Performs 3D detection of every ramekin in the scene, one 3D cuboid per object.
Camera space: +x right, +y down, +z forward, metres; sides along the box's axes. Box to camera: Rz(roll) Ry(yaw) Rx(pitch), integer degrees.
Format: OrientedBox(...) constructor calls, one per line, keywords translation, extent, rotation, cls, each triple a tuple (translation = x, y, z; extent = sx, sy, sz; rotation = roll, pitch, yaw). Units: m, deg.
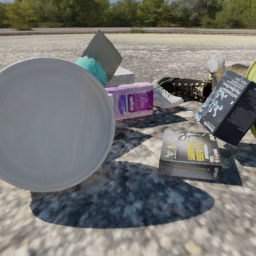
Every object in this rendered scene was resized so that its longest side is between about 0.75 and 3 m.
OrientedBox(translation=(-1.874, -0.119, 6.477), extent=(2.952, 2.952, 1.375), rotation=(-10, 13, -22), cls="ramekin")

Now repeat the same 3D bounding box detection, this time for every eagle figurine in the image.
OrientedBox(translation=(4.489, -2.005, 12.443), extent=(1.866, 1.876, 2.472), rotation=(16, 14, -14), cls="eagle figurine")

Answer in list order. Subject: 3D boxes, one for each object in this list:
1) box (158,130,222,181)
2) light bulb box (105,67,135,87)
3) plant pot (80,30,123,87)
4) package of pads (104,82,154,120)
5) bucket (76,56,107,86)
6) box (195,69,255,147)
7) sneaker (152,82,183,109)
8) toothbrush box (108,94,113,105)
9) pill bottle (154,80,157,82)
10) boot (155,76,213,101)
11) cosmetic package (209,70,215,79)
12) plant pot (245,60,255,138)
OrientedBox(translation=(1.645, 0.643, 7.519), extent=(1.495, 0.456, 1.888), rotation=(5, 23, 11), cls="box")
OrientedBox(translation=(-0.746, -2.208, 13.458), extent=(1.668, 1.050, 1.683), rotation=(-10, 24, -20), cls="light bulb box")
OrientedBox(translation=(-1.216, -2.681, 11.643), extent=(1.487, 1.679, 1.677), rotation=(32, 62, -13), cls="plant pot")
OrientedBox(translation=(-0.047, -0.975, 10.357), extent=(2.018, 1.216, 0.764), rotation=(-10, 22, -22), cls="package of pads")
OrientedBox(translation=(-1.586, -1.791, 10.443), extent=(1.487, 1.487, 0.968), rotation=(13, 54, 29), cls="bucket")
OrientedBox(translation=(2.864, -0.571, 7.748), extent=(0.907, 1.694, 1.257), rotation=(24, 18, -20), cls="box")
OrientedBox(translation=(1.308, -1.354, 11.579), extent=(1.970, 0.981, 0.738), rotation=(10, 24, 19), cls="sneaker")
OrientedBox(translation=(-2.275, -0.564, 9.294), extent=(2.982, 1.284, 2.171), rotation=(15, 27, 34), cls="toothbrush box")
OrientedBox(translation=(1.851, -2.102, 13.682), extent=(1.265, 0.701, 0.701), rotation=(-18, 29, -38), cls="pill bottle")
OrientedBox(translation=(2.542, -1.736, 12.506), extent=(1.944, 0.945, 2.581), rotation=(18, 21, 42), cls="boot")
OrientedBox(translation=(5.002, -3.110, 15.955), extent=(0.562, 0.795, 1.536), rotation=(4, 22, 10), cls="cosmetic package")
OrientedBox(translation=(4.839, -0.758, 8.474), extent=(2.873, 2.873, 2.642), rotation=(12, 38, 26), cls="plant pot")
